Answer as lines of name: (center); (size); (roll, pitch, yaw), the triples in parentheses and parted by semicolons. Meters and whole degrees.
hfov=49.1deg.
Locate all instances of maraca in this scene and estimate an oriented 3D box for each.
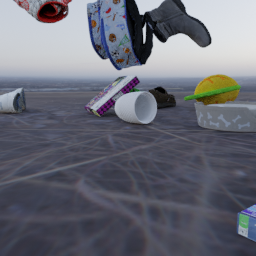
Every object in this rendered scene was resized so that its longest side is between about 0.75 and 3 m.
maraca: (3.670, -1.517, 12.067); (2.848, 1.523, 1.953); (-15, 1, -44)

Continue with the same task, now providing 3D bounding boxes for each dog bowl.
dog bowl: (2.798, -0.338, 7.321); (2.106, 0.618, 2.106); (0, 8, 0)

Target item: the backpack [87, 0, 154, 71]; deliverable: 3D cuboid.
backpack: (-0.209, -2.602, 7.611); (1.584, 1.959, 2.056); (-17, -17, 19)

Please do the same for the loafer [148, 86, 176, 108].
loafer: (1.702, -1.535, 13.714); (1.029, 1.005, 2.818); (4, 10, 23)

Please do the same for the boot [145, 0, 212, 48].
boot: (1.812, -3.601, 10.426); (1.628, 2.473, 0.863); (-44, -1, -20)

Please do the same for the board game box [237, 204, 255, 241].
board game box: (1.378, 0.729, 1.894); (0.678, 0.173, 1.002); (-7, 11, -37)

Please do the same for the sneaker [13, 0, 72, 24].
sneaker: (-1.500, -2.807, 6.173); (1.016, 0.633, 1.896); (44, 46, 16)

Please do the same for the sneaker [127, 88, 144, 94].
sneaker: (0.204, -1.057, 10.744); (0.905, 0.988, 2.320); (-3, 9, -23)

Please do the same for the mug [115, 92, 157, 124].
mug: (0.257, -0.529, 8.133); (1.204, 0.889, 1.056); (26, -14, -39)

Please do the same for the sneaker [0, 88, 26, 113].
sneaker: (-4.899, -1.144, 11.634); (1.130, 0.967, 2.596); (-7, 9, -10)

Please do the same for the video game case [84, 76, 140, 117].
video game case: (-0.654, -1.239, 10.500); (1.942, 0.348, 1.760); (-42, 21, -12)
